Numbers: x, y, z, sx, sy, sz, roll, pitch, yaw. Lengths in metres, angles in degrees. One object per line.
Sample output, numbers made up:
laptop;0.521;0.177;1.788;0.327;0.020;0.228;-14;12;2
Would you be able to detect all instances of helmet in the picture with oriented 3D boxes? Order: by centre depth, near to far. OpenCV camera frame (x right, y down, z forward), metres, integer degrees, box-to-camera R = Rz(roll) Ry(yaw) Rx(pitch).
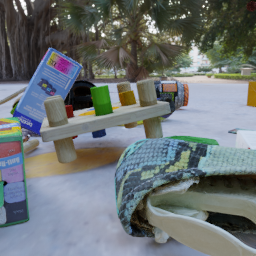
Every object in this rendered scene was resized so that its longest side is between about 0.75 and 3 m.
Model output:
helmet;-1.270;-0.679;7.934;1.318;1.318;1.256;-3;12;-17

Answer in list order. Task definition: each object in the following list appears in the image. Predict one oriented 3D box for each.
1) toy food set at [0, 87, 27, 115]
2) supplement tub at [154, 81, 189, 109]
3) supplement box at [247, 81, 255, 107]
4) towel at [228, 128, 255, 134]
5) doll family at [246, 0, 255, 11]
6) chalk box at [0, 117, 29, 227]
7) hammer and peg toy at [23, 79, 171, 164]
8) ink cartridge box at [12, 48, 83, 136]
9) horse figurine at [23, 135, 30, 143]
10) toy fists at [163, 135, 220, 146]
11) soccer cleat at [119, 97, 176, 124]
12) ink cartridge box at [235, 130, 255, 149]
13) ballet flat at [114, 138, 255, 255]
toy food set;-3.386;-0.855;9.966;1.575;0.458;2.281;-27;-5;8
supplement tub;1.512;-1.386;11.885;1.992;1.221;1.221;1;11;2
supplement box;6.777;-1.540;12.819;1.744;1.158;1.721;-5;12;-25
towel;3.047;0.100;7.195;0.763;0.083;0.560;9;14;41
doll family;2.281;-2.848;5.529;0.798;0.542;1.381;-31;62;-18
chalk box;-1.590;0.475;2.987;0.949;0.942;1.521;-5;12;-23
hammer and peg toy;-0.932;-0.147;4.952;2.847;1.004;2.094;-13;11;-12
ink cartridge box;-2.211;-0.832;7.293;0.906;2.372;1.619;27;5;-22
horse figurine;-2.305;0.309;5.547;0.837;0.209;0.555;-16;12;-9
toy fists;0.908;0.473;3.998;0.893;0.603;1.752;7;9;-2
soccer cleat;0.357;-0.431;8.800;2.455;0.794;1.027;-10;-15;-26
ink cartridge box;2.704;0.432;4.822;1.356;0.422;1.685;2;16;11
ballet flat;1.287;0.706;2.352;2.932;1.088;1.088;1;11;13
